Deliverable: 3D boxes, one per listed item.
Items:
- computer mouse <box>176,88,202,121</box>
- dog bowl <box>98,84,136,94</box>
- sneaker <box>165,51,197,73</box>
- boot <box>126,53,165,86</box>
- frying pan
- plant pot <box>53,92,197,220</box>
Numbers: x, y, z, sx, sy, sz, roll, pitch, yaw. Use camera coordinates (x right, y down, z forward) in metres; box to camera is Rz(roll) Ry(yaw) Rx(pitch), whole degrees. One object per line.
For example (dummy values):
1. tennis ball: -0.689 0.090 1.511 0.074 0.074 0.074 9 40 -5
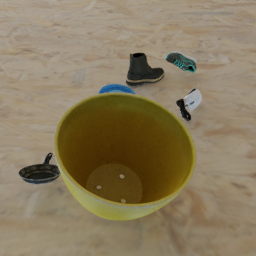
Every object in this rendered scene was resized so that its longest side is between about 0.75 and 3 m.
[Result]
1. computer mouse: 1.785 -0.751 7.800 0.279 0.697 1.270 -9 27 43
2. dog bowl: -0.323 -0.375 7.346 1.052 0.468 1.886 8 49 -4
3. sneaker: 1.777 -2.127 9.151 1.205 0.468 0.550 8 54 -21
4. boot: 0.641 -1.982 8.949 1.488 1.029 0.576 -24 46 -33
5. frying pan: -1.883 0.859 5.905 0.847 0.228 1.400 -4 14 -26
6. plant pot: -0.158 0.737 5.173 2.345 1.664 2.345 7 48 -8
